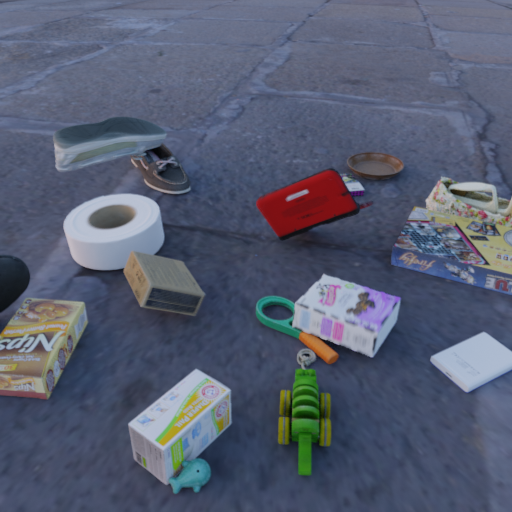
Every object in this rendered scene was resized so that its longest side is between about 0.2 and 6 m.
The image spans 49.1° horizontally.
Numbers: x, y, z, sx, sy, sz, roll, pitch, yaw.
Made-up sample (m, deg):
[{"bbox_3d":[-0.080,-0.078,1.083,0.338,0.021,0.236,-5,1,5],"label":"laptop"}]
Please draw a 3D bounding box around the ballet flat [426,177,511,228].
[{"bbox_3d":[4.954,-0.956,11.494,2.885,0.922,1.091,15,38,21],"label":"ballet flat"}]

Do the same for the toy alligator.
[{"bbox_3d":[0.662,1.839,7.519,0.663,0.606,2.235,3,33,4],"label":"toy alligator"}]

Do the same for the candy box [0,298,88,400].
[{"bbox_3d":[-3.299,1.337,8.400,0.979,0.469,1.696,4,33,4],"label":"candy box"}]

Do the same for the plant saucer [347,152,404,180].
[{"bbox_3d":[2.968,-2.218,14.013,1.391,0.254,1.391,0,34,0],"label":"plant saucer"}]

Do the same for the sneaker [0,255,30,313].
[{"bbox_3d":[-4.654,1.126,8.213,3.116,1.155,1.379,-33,44,-26],"label":"sneaker"}]

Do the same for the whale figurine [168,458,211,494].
[{"bbox_3d":[-0.778,2.607,6.626,0.500,0.259,0.398,-21,69,-20],"label":"whale figurine"}]

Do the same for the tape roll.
[{"bbox_3d":[-2.748,-0.507,10.901,1.846,0.646,1.846,-3,35,2],"label":"tape roll"}]

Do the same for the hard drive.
[{"bbox_3d":[3.276,1.569,8.354,1.112,0.141,0.734,-17,37,-24],"label":"hard drive"}]

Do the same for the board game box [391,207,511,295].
[{"bbox_3d":[4.045,-0.118,10.642,2.563,0.443,1.736,16,36,22],"label":"board game box"}]

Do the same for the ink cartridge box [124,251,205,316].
[{"bbox_3d":[-1.545,0.448,9.300,1.003,0.457,1.218,15,19,-32],"label":"ink cartridge box"}]

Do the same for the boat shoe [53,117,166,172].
[{"bbox_3d":[-3.253,-2.507,12.626,2.651,0.850,0.977,-22,51,-39],"label":"boat shoe"}]

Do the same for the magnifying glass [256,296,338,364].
[{"bbox_3d":[0.641,1.149,8.934,0.689,0.194,1.730,-17,39,-33],"label":"magnifying glass"}]

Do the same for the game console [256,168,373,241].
[{"bbox_3d":[1.126,-1.023,10.671,1.715,1.478,1.018,-20,31,30],"label":"game console"}]

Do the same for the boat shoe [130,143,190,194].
[{"bbox_3d":[-2.443,-2.326,13.693,0.909,0.774,2.718,-19,38,-26],"label":"boat shoe"}]

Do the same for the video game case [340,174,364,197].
[{"bbox_3d":[1.915,-1.651,13.208,1.022,0.183,0.927,-6,34,-9],"label":"video game case"}]

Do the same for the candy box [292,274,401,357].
[{"bbox_3d":[1.430,0.898,8.848,1.360,0.486,1.141,18,31,24],"label":"candy box"}]

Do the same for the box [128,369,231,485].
[{"bbox_3d":[-0.919,2.110,7.046,0.613,0.681,1.210,24,39,31],"label":"box"}]
